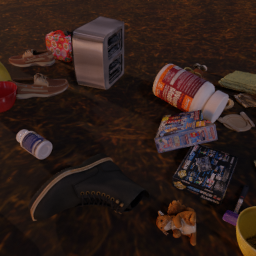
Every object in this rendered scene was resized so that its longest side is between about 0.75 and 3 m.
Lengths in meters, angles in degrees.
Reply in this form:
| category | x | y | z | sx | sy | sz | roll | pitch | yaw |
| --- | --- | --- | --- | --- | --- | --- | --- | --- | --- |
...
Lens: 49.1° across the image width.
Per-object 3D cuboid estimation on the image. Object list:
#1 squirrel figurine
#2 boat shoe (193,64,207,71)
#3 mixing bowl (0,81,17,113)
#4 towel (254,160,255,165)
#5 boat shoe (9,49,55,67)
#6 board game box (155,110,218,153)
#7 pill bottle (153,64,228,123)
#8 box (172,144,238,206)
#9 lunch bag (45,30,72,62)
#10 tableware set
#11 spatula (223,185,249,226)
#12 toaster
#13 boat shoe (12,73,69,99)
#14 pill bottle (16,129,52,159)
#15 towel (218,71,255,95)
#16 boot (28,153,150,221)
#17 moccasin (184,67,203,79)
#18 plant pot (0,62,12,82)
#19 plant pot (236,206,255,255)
| category | x | y | z | sx | sy | sz | roll | pitch | yaw |
| --- | --- | --- | --- | --- | --- | --- | --- | --- | --- |
| squirrel figurine | 1.169 | 2.227 | 6.769 | 0.919 | 0.697 | 0.984 | -2 | 21 | 15 |
| boat shoe | 3.622 | -3.022 | 14.084 | 0.251 | 0.279 | 0.788 | -21 | 34 | -26 |
| mixing bowl | -5.081 | -1.137 | 11.039 | 1.530 | 0.828 | 1.530 | -1 | 36 | 0 |
| towel | 4.433 | 1.253 | 8.320 | 1.169 | 0.213 | 0.867 | 0 | 37 | 0 |
| boat shoe | -4.979 | -3.706 | 14.504 | 2.330 | 0.836 | 0.882 | -3 | 37 | -5 |
| board game box | 1.964 | 0.048 | 9.192 | 1.831 | 0.565 | 1.832 | -8 | 24 | 22 |
| pill bottle | 2.340 | -1.303 | 10.622 | 2.573 | 1.410 | 1.410 | 34 | 47 | 24 |
| box | 2.264 | 1.257 | 8.142 | 1.411 | 0.408 | 1.775 | 18 | 40 | 23 |
| lunch bag | -3.580 | -4.415 | 14.869 | 1.749 | 1.540 | 0.716 | 20 | 41 | 25 |
| tableware set | 4.545 | -0.747 | 10.933 | 2.788 | 0.323 | 2.329 | -11 | 38 | -15 |
| spatula | 2.936 | 1.990 | 7.366 | 0.452 | 0.165 | 1.601 | 23 | 42 | 25 |
| toaster | -1.309 | -3.344 | 12.540 | 1.690 | 2.576 | 2.849 | 15 | 39 | 19 |
| boat shoe | -3.763 | -1.851 | 11.971 | 2.400 | 0.861 | 0.909 | -12 | 38 | -15 |
| pill bottle | -3.009 | 0.480 | 8.915 | 1.123 | 0.623 | 0.623 | 27 | 44 | 25 |
| towel | 5.415 | -1.946 | 12.266 | 2.508 | 0.458 | 1.861 | 20 | 34 | 32 |
| boot | -0.892 | 1.772 | 7.038 | 1.842 | 1.032 | 2.663 | 33 | 48 | 29 |
| moccasin | 2.764 | -2.166 | 12.397 | 0.812 | 0.857 | 2.220 | 24 | 42 | 30 |
| plant pot | -5.607 | -2.023 | 11.934 | 1.053 | 1.483 | 1.483 | 36 | 45 | 7 |
| plant pot | 2.926 | 2.487 | 6.087 | 1.237 | 0.878 | 1.237 | -1 | 36 | 0 |
